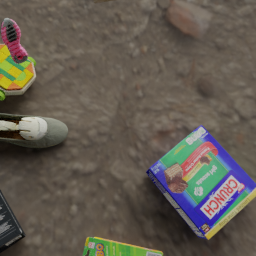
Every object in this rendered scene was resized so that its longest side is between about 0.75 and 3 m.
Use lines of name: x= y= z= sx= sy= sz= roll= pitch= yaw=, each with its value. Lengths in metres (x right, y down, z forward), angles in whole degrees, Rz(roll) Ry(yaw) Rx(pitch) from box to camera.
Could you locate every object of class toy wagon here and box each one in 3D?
toy wagon: x=-3.764 y=-1.814 z=8.101 sx=2.064 sy=0.408 sz=1.601 roll=35 pitch=59 yaw=-9

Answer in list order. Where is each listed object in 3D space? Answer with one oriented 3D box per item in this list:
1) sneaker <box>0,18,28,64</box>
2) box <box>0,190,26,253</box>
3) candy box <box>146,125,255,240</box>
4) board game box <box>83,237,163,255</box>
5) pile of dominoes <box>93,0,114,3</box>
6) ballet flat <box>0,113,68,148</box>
sneaker: x=-2.246 y=-1.710 z=5.402 sx=0.371 sy=0.938 sz=0.447 roll=-24 pitch=56 yaw=-21
box: x=-3.896 y=2.606 z=6.826 sx=2.179 sy=0.859 sz=1.538 roll=-30 pitch=74 yaw=-24
candy box: x=1.933 y=1.417 z=7.440 sx=1.917 sy=0.873 sz=2.268 roll=-38 pitch=80 yaw=-10
board game box: x=-0.180 y=3.494 z=7.223 sx=2.025 sy=0.304 sz=0.967 roll=12 pitch=75 yaw=1
pile of dominoes: x=0.614 y=-3.374 z=5.916 sx=1.918 sy=2.461 sz=0.392 roll=-29 pitch=107 yaw=-39
ballet flat: x=-3.087 y=0.035 z=7.802 sx=2.715 sy=0.865 sz=0.915 roll=4 pitch=76 yaw=1
